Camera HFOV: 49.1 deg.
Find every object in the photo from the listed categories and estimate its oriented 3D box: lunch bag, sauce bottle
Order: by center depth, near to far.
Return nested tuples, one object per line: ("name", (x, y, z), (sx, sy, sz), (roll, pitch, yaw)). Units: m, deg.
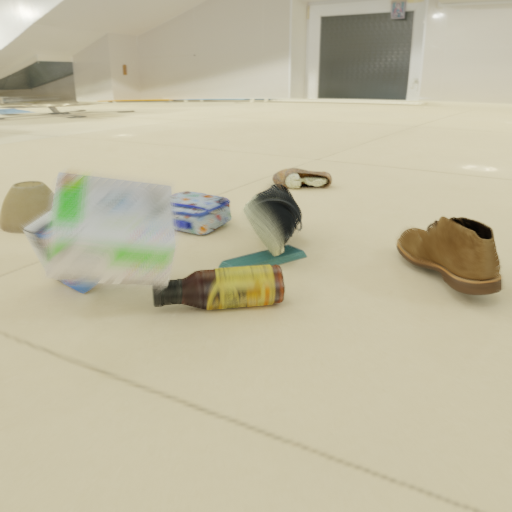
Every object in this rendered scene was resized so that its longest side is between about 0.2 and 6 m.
("sauce bottle", (-0.622, 0.548, 9.218), (2.140, 0.706, 0.706), (-5, 21, -8))
("lunch bag", (-1.561, -1.040, 13.476), (1.809, 0.683, 1.449), (10, 25, 32))

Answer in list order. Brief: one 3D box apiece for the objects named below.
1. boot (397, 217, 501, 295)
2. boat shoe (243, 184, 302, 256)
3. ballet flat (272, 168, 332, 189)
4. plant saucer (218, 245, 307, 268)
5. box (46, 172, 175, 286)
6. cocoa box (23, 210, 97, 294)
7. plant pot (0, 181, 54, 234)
("boot", (3.531, -0.275, 10.392), (1.112, 1.140, 3.021), (-8, 15, -9))
("boat shoe", (0.404, -0.875, 11.675), (0.950, 1.139, 3.053), (-31, 14, 11))
("ballet flat", (1.444, -2.333, 17.145), (1.857, 0.632, 0.624), (-3, 29, -5))
("plant saucer", (0.156, 0.063, 11.272), (1.813, 0.172, 0.634), (-13, 24, -34))
("box", (-2.246, -0.399, 8.731), (1.808, 0.874, 1.595), (6, 41, -16))
("cocoa box", (-3.013, -0.381, 10.200), (1.139, 1.158, 1.736), (20, 48, 33))
("plant pot", (-5.452, -1.249, 13.581), (1.515, 1.017, 1.515), (1, 20, 0))
